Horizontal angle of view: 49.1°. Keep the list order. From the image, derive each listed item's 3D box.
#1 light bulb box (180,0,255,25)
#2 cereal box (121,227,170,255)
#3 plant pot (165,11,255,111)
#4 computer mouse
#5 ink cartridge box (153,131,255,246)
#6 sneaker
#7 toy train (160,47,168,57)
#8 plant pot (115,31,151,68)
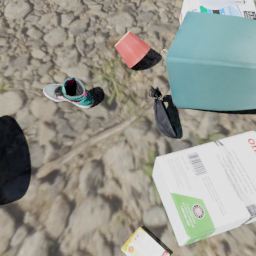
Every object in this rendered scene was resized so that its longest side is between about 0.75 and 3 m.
[{"bbox_3d":[2.827,-3.287,8.935,2.052,1.280,2.034,1,60,0],"label":"light bulb box"},{"bbox_3d":[0.362,2.610,5.886,0.848,0.168,0.610,38,64,22],"label":"cereal box"},{"bbox_3d":[2.629,-1.582,7.167,2.675,1.891,1.890,13,60,25],"label":"plant pot"},{"bbox_3d":[0.846,-0.357,7.299,0.381,1.001,1.446,-23,87,16],"label":"computer mouse"},{"bbox_3d":[2.023,1.288,6.203,2.468,1.041,1.803,-13,59,-10],"label":"ink cartridge box"},{"bbox_3d":[-1.732,-1.045,7.740,1.520,0.918,0.635,15,69,9],"label":"sneaker"},{"bbox_3d":[1.445,-2.203,8.255,0.531,1.254,0.726,19,72,47],"label":"toy train"},{"bbox_3d":[0.097,-2.429,8.540,0.804,0.908,0.908,44,61,-17],"label":"plant pot"}]
